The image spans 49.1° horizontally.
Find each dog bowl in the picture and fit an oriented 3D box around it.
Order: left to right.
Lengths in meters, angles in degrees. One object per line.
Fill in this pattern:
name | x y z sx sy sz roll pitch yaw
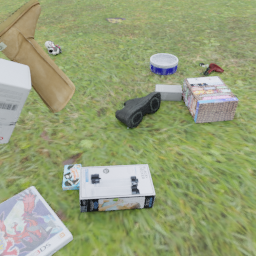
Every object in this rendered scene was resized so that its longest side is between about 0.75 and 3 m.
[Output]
dog bowl | 1.913 -3.421 14.989 1.478 0.582 1.478 0 39 0

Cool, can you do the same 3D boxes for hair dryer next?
hair dryer | 4.417 -3.049 14.839 1.302 0.354 0.992 0 56 6

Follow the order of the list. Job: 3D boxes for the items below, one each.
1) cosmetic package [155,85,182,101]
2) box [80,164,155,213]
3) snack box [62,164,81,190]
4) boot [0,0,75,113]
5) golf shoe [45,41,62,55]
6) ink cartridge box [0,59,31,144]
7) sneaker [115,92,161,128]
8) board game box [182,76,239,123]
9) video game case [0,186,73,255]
cosmetic package | 1.842 -1.614 12.802 1.201 0.541 0.641 6 40 3
box | -0.358 1.760 8.348 2.134 0.642 1.245 0 38 -8
snack box | -1.803 1.581 9.072 0.547 0.175 0.941 -4 39 -5
boot | -2.645 -2.214 8.645 0.925 2.796 2.449 -13 38 38
golf shoe | -4.608 -4.804 16.763 1.476 0.570 0.650 30 54 32
ink cartridge box | -3.759 -0.701 7.401 1.680 2.300 0.970 11 45 -34
sneaker | 0.460 -0.951 11.708 1.116 0.934 2.458 23 41 36
board game box | 3.404 -1.256 11.950 1.634 0.992 2.049 -5 39 -6
video game case | -2.944 2.780 7.510 2.038 0.257 2.237 -29 47 -31
